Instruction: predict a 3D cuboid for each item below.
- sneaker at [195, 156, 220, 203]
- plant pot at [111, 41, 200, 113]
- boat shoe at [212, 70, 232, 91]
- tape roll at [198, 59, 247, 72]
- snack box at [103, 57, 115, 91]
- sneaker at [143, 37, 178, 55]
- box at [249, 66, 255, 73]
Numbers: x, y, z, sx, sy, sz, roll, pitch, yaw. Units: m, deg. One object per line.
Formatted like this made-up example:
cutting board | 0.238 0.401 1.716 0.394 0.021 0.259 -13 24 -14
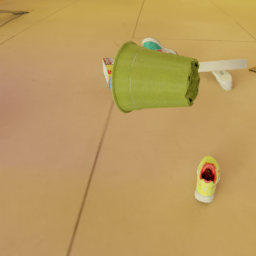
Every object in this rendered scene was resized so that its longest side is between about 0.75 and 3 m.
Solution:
sneaker | 1.822 1.004 6.273 0.531 0.614 1.359 8 33 14
plant pot | 0.713 -1.048 6.244 1.579 1.662 1.662 10 35 26
boat shoe | 3.644 -1.997 10.796 0.575 0.547 1.597 -21 36 6
tape roll | 3.550 -2.423 10.927 2.005 0.366 2.005 -3 10 1
snack box | -0.071 -2.205 10.992 1.629 0.654 1.932 -7 36 -8
sneaker | 1.394 -2.766 11.693 2.097 1.266 0.877 17 -19 -39
box | 5.658 -2.472 11.902 0.832 0.089 0.680 -24 40 -30
